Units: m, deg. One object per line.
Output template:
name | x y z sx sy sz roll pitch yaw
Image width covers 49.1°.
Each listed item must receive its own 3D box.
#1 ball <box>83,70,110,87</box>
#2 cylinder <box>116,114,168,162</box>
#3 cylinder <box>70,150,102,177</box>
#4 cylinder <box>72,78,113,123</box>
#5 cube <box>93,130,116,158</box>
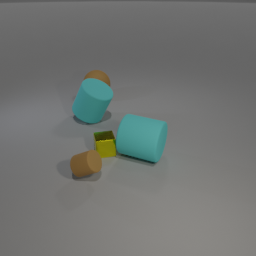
ball | -1.600 -2.265 14.362 1.400 1.400 1.400 0 28 0
cylinder | 0.491 0.330 9.562 1.400 1.400 1.400 13 30 19
cylinder | -1.267 1.075 8.490 0.700 0.700 0.700 -19 18 28
cylinder | -1.527 -1.161 12.016 1.400 1.400 1.400 19 38 -16
cube | -0.830 0.579 9.974 0.700 0.700 0.700 -7 29 -11
